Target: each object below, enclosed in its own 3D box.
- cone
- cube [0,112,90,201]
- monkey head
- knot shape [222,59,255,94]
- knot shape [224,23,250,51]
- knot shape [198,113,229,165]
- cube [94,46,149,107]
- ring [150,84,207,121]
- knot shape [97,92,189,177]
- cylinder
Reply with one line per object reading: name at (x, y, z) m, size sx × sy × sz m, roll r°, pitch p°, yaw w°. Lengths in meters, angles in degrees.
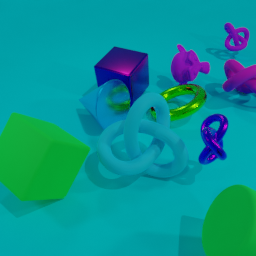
cone at (-0.872, -0.685, 7.564) m, size 1.346 × 1.341 × 1.341 m, roll 12°, pitch 38°, yaw 36°
cube at (-1.699, 0.564, 5.395) m, size 1.182 × 1.182 × 1.182 m, roll 29°, pitch 3°, yaw 27°
monkey head at (1.907, -1.877, 8.739) m, size 1.113 × 1.547 × 0.932 m, roll 0°, pitch 2°, yaw -31°
knot shape at (3.722, -1.370, 8.103) m, size 1.878 × 0.928 × 2.007 m, roll 14°, pitch 16°, yaw 8°
knot shape at (4.277, -3.504, 10.896) m, size 1.196 × 0.591 × 1.279 m, roll -4°, pitch 73°, yaw -31°
knot shape at (1.690, 0.188, 5.553) m, size 0.497 × 1.077 × 1.007 m, roll 5°, pitch 70°, yaw 12°
cube at (-0.145, -1.552, 8.410) m, size 1.184 × 1.184 × 1.184 m, roll 19°, pitch 51°, yaw 22°
ring at (1.374, -0.731, 7.791) m, size 1.625 × 0.325 × 1.625 m, roll -19°, pitch 30°, yaw 11°
knot shape at (0.216, 0.307, 5.712) m, size 1.732 × 1.851 × 0.855 m, roll -17°, pitch 8°, yaw -7°
cylinder at (1.896, 1.595, 4.084) m, size 1.172 × 1.172 × 1.172 m, roll 28°, pitch 38°, yaw -8°
